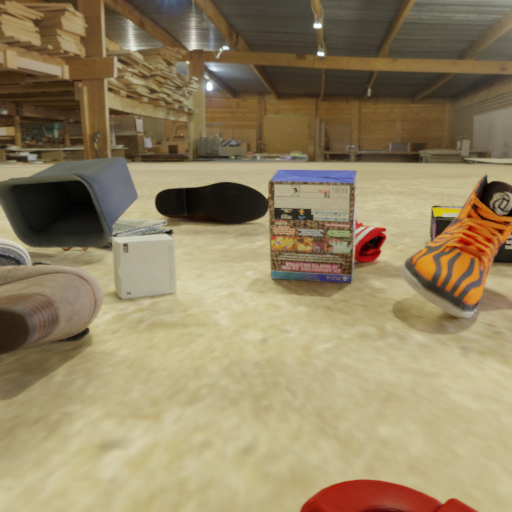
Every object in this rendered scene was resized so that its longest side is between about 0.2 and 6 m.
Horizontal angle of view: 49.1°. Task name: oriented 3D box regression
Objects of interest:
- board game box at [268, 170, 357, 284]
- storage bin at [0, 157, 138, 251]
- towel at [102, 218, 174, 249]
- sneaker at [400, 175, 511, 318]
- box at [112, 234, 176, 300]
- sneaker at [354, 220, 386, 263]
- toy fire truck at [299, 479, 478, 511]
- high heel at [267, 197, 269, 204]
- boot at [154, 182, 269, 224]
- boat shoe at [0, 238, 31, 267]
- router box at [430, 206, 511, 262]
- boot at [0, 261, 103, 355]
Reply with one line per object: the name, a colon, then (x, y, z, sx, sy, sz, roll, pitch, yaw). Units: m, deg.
board game box: (0.840, -0.443, 8.169, 1.199, 1.504, 0.728, 4, 23, 12)
storage bin: (-3.272, -1.004, 10.276, 2.163, 1.574, 1.453, 0, 31, 26)
towel: (-2.962, -0.539, 11.704, 1.921, 0.332, 1.850, 9, 15, 34)
sneaker: (2.657, -0.257, 6.953, 1.009, 1.458, 2.602, 33, 25, 10)
box: (-1.495, 0.129, 7.472, 0.759, 0.755, 0.496, -5, 13, -23)
sneaker: (1.596, -0.366, 10.053, 1.404, 0.953, 2.431, 11, 26, 10)
toy fire truck: (0.008, 1.308, 1.804, 1.648, 1.060, 1.451, 23, 24, 37)
high heel: (1.065, -1.401, 14.945, 2.542, 0.857, 1.222, 0, 3, -37)
boot: (-1.153, -1.299, 14.800, 2.829, 1.029, 3.005, -6, 4, -1)
boat shoe: (-3.676, 0.421, 6.261, 2.380, 0.889, 1.104, -14, 27, -31)
router box: (4.664, -0.421, 10.115, 2.869, 0.733, 2.140, 3, 12, 15)
boot: (-2.942, 0.536, 5.431, 2.793, 0.981, 2.042, 1, 7, -5)
